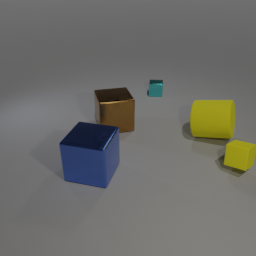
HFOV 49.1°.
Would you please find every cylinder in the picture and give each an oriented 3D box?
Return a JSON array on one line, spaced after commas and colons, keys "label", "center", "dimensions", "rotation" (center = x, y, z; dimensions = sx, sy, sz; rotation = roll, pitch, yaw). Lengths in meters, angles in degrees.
[{"label": "cylinder", "center": [3.176, -0.339, 10.444], "dimensions": [1.400, 1.400, 1.400], "rotation": [3, 27, 27]}]

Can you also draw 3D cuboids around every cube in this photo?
[{"label": "cube", "center": [3.512, 0.836, 8.764], "dimensions": [0.700, 0.700, 0.700], "rotation": [15, 19, 40]}, {"label": "cube", "center": [-0.567, -0.721, 11.406], "dimensions": [1.400, 1.400, 1.400], "rotation": [-7, 30, -12]}, {"label": "cube", "center": [-1.122, 0.790, 8.698], "dimensions": [1.400, 1.400, 1.400], "rotation": [8, 30, 13]}, {"label": "cube", "center": [1.448, -2.068, 14.552], "dimensions": [0.700, 0.700, 0.700], "rotation": [3, 29, 5]}]
